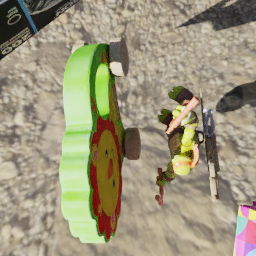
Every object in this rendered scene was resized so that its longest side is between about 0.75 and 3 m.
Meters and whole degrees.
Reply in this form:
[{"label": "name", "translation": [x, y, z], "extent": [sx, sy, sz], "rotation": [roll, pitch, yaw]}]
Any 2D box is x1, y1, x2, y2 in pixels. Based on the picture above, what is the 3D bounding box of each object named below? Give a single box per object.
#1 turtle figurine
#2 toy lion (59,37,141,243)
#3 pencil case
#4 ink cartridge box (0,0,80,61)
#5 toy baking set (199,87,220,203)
[{"label": "turtle figurine", "translation": [0.883, 0.085, 4.562], "extent": [0.716, 2.223, 1.792], "rotation": [6, 41, 1]}, {"label": "toy lion", "translation": [-0.472, 0.205, 4.498], "extent": [0.967, 2.817, 2.700], "rotation": [-3, 27, 11]}, {"label": "pencil case", "translation": [2.207, 2.350, 4.768], "extent": [0.931, 0.931, 2.106], "rotation": [12, 82, 5]}, {"label": "ink cartridge box", "translation": [-1.665, -2.350, 5.200], "extent": [2.723, 2.749, 0.596], "rotation": [-39, 100, -6]}, {"label": "toy baking set", "translation": [1.498, 0.326, 4.973], "extent": [0.227, 1.500, 1.954], "rotation": [-7, 77, 14]}]
